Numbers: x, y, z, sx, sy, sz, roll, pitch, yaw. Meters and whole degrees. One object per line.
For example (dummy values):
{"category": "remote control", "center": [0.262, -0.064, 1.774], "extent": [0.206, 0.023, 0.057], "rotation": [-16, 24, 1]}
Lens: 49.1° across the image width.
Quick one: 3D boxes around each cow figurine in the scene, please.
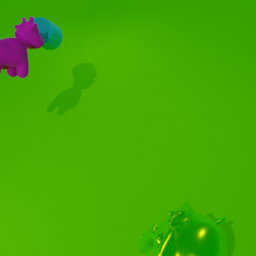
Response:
{"category": "cow figurine", "center": [-3.006, -2.132, 7.272], "extent": [0.908, 1.627, 1.653], "rotation": [11, 12, 35]}

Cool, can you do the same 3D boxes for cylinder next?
{"category": "cylinder", "center": [-2.480, -2.801, 8.391], "extent": [0.792, 0.792, 0.792], "rotation": [1, 95, 9]}

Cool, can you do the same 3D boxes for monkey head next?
{"category": "monkey head", "center": [0.792, 1.788, 4.126], "extent": [1.034, 1.234, 1.715], "rotation": [44, 47, -1]}
